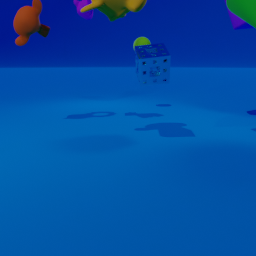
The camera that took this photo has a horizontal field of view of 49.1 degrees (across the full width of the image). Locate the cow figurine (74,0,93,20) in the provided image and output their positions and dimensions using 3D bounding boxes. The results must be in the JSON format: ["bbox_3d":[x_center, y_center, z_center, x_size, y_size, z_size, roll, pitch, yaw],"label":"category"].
[{"bbox_3d":[-1.056,-4.040,8.648,0.737,1.343,1.321,21,6,-38],"label":"cow figurine"}]

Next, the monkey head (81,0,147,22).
[{"bbox_3d":[-0.227,-3.266,6.712,1.129,1.874,1.348,36,1,-37],"label":"monkey head"}]

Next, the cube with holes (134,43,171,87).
[{"bbox_3d":[0.597,-1.579,6.978,0.745,0.745,0.745,-7,40,-3],"label":"cube with holes"}]

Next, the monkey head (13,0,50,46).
[{"bbox_3d":[-2.965,-3.211,8.732,1.081,1.503,0.906,24,12,-26],"label":"monkey head"}]

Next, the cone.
[{"bbox_3d":[2.884,-2.504,6.125,1.218,1.222,1.218,-1,-25,0],"label":"cone"}]

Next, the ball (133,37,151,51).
[{"bbox_3d":[0.586,-3.380,11.561,0.728,0.728,0.728,0,14,0],"label":"ball"}]

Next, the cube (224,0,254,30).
[{"bbox_3d":[4.086,-4.057,8.959,1.286,1.286,1.286,-17,0,-34],"label":"cube"}]
